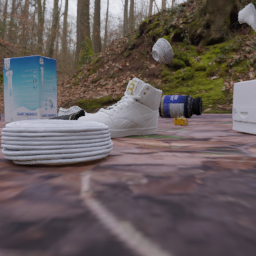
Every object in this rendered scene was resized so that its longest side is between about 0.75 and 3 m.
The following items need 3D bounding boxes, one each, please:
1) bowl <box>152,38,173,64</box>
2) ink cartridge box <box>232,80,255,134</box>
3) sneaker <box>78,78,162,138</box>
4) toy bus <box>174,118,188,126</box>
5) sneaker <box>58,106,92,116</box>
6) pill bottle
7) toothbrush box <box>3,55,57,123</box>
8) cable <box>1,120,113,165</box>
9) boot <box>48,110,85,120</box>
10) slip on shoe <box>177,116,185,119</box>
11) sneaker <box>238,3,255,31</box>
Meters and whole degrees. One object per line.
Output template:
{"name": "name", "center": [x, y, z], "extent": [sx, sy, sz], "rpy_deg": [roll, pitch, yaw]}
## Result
{"name": "bowl", "center": [1.159, -2.695, 10.077], "extent": [0.443, 0.943, 0.943], "rpy_deg": [-29, 15, -21]}
{"name": "ink cartridge box", "center": [3.530, -0.486, 6.576], "extent": [1.693, 1.224, 1.246], "rpy_deg": [0, 4, -7]}
{"name": "sneaker", "center": [-0.134, -0.471, 5.887], "extent": [2.131, 1.231, 0.785], "rpy_deg": [-5, 20, -42]}
{"name": "toy bus", "center": [1.952, -0.221, 10.296], "extent": [0.308, 0.256, 0.786], "rpy_deg": [0, 3, -18]}
{"name": "sneaker", "center": [-2.503, -0.696, 13.715], "extent": [2.152, 0.762, 0.786], "rpy_deg": [1, 4, 16]}
{"name": "pill bottle", "center": [3.746, -1.521, 19.999], "extent": [2.923, 1.635, 1.635], "rpy_deg": [1, 4, 22]}
{"name": "toothbrush box", "center": [-4.076, -1.534, 11.716], "extent": [1.968, 2.689, 1.147], "rpy_deg": [1, 3, 25]}
{"name": "cable", "center": [-0.790, 0.129, 3.250], "extent": [1.238, 0.429, 1.238], "rpy_deg": [1, 4, 15]}
{"name": "boot", "center": [-2.065, -0.298, 9.511], "extent": [1.029, 0.576, 1.488], "rpy_deg": [-5, 2, 7]}
{"name": "slip on shoe", "center": [2.667, -0.459, 13.856], "extent": [0.347, 0.276, 0.912], "rpy_deg": [0, 4, -8]}
{"name": "sneaker", "center": [3.250, -2.874, 7.539], "extent": [0.288, 0.781, 0.451], "rpy_deg": [-5, -13, -33]}
